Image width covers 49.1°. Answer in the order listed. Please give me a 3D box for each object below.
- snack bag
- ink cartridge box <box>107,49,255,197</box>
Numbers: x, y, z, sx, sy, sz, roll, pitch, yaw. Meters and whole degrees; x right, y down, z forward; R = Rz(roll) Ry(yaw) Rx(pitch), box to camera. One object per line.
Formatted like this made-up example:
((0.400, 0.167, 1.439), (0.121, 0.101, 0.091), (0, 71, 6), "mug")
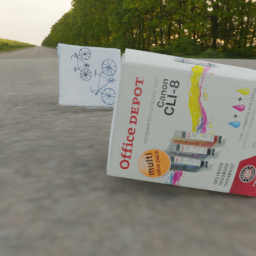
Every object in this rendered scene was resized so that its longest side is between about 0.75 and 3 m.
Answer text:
((-1.393, -1.846, 10.348), (2.460, 2.319, 0.263), (-1, 0, -23), "snack bag")
((1.066, -0.212, 5.158), (2.707, 1.967, 1.957), (8, 20, -2), "ink cartridge box")
